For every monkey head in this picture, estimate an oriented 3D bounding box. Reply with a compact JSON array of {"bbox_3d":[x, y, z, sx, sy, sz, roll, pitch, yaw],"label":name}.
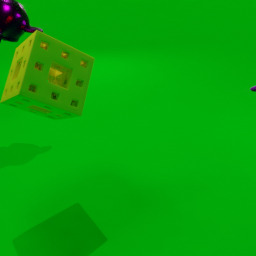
[{"bbox_3d":[-3.017,-2.607,6.829,1.704,1.027,1.226,35,26,-29],"label":"monkey head"}]

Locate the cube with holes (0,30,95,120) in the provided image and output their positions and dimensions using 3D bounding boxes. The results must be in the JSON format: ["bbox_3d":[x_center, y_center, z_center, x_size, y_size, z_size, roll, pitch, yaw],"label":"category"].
[{"bbox_3d":[-1.355,-0.793,4.711,1.025,1.025,1.025,19,-14,-35],"label":"cube with holes"}]

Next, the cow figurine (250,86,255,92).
[{"bbox_3d":[2.760,-0.570,5.383,0.638,1.143,1.162,-20,17,22],"label":"cow figurine"}]
